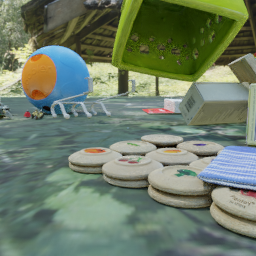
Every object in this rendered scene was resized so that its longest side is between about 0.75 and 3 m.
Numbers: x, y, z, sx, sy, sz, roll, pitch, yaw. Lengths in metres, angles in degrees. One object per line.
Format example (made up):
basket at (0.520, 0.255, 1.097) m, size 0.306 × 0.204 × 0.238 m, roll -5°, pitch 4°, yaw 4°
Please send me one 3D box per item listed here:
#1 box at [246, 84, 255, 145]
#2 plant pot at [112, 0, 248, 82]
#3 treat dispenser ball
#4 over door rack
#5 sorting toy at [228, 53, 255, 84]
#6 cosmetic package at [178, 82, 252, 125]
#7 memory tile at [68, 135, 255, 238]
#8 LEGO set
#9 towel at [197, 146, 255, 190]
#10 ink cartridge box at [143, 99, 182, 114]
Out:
box at (3.420, -0.260, 5.089) m, size 2.187 × 1.057 × 1.923 m, roll 5°, pitch 9°, yaw 26°
plant pot at (1.060, -2.921, 7.028) m, size 2.523 × 2.289 × 2.511 m, roll 8°, pitch -27°, yaw -13°
treat dispenser ball at (-2.887, -1.912, 11.353) m, size 2.716 × 2.716 × 2.716 m, roll 0°, pitch 8°, yaw 0°
over door rack at (-1.181, -0.836, 9.354) m, size 1.886 × 0.850 × 2.553 m, roll -6°, pitch -11°, yaw -42°
sorting toy at (4.060, -1.258, 8.134) m, size 0.764 × 2.196 × 2.183 m, roll -36°, pitch 1°, yaw 11°
cosmetic package at (2.553, -0.686, 7.786) m, size 2.003 × 1.037 × 0.732 m, roll -3°, pitch 53°, yaw -24°
memory tile at (0.763, 0.409, 3.266) m, size 2.055 × 0.225 × 2.682 m, roll -7°, pitch 10°, yaw -43°
LEGO set at (-4.061, -0.642, 9.366) m, size 2.381 × 0.675 × 1.547 m, roll -3°, pitch 8°, yaw -23°
towel at (1.221, 0.330, 2.564) m, size 0.880 × 0.145 × 1.216 m, roll 3°, pitch 8°, yaw 28°
ink cartridge box at (1.840, -0.965, 12.256) m, size 2.195 × 0.557 × 2.491 m, roll 1°, pitch 7°, yaw -3°
